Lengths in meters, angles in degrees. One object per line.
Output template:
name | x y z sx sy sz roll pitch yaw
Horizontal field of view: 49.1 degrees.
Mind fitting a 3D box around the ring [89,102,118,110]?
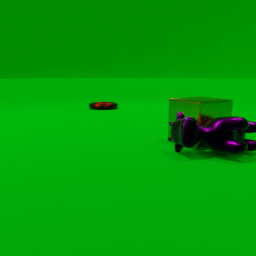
ring | -0.960 -0.877 10.980 1.164 0.233 1.164 0 11 0

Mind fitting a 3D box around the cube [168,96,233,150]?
cube | 1.378 -0.134 5.428 0.865 0.865 0.865 -6 13 -30

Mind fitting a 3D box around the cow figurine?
cow figurine | 1.413 0.099 4.733 1.284 0.716 1.304 3 -1 42
